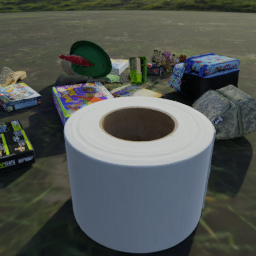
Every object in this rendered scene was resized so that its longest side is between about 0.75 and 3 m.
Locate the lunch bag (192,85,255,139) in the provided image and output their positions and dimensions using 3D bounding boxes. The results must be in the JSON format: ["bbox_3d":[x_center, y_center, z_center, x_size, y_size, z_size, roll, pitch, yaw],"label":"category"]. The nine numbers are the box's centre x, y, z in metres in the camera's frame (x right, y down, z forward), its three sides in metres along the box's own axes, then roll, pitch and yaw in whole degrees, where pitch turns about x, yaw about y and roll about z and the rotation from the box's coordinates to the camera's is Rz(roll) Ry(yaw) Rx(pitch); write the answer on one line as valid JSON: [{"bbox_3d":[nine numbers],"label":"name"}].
[{"bbox_3d":[2.908,-0.440,8.621,1.474,1.224,1.757,-19,28,1],"label":"lunch bag"}]

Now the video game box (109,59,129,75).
[{"bbox_3d":[-0.955,-3.231,14.656,1.601,0.411,1.758,6,28,16],"label":"video game box"}]

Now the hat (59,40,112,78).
[{"bbox_3d":[-1.651,-1.977,9.764,1.593,1.923,1.693,-26,34,43],"label":"hat"}]

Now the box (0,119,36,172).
[{"bbox_3d":[-3.698,0.534,7.460,2.001,0.492,2.072,-13,30,-27],"label":"box"}]

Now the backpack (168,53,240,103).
[{"bbox_3d":[2.877,-2.084,11.193,2.231,1.644,2.444,-15,30,-25],"label":"backpack"}]

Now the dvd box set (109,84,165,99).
[{"bbox_3d":[0.291,-1.255,11.051,1.383,0.278,1.891,-24,36,-38],"label":"dvd box set"}]

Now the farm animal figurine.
[{"bbox_3d":[1.998,-3.357,14.374,1.818,0.948,1.798,9,10,-5],"label":"farm animal figurine"}]

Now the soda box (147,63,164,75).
[{"bbox_3d":[1.136,-3.010,14.173,1.291,0.457,0.409,14,33,25],"label":"soda box"}]

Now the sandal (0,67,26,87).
[{"bbox_3d":[-5.408,-2.370,12.576,0.912,0.819,2.489,4,28,7],"label":"sandal"}]

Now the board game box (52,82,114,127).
[{"bbox_3d":[-1.484,-0.803,9.816,1.880,0.626,2.797,-10,30,-19],"label":"board game box"}]

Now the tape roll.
[{"bbox_3d":[0.189,0.714,5.586,2.755,1.892,2.755,-1,28,0],"label":"tape roll"}]

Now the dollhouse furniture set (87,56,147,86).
[{"bbox_3d":[-0.453,-2.384,11.573,2.195,1.102,1.438,0,5,21],"label":"dollhouse furniture set"}]

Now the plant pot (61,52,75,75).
[{"bbox_3d":[-2.198,-2.806,13.028,1.508,1.508,1.012,-21,69,-34],"label":"plant pot"}]

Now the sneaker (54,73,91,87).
[{"bbox_3d":[-2.161,-1.836,11.650,0.992,0.830,2.185,21,35,23],"label":"sneaker"}]

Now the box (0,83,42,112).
[{"bbox_3d":[-4.376,-1.243,10.926,1.318,0.364,1.929,-19,33,-32],"label":"box"}]
